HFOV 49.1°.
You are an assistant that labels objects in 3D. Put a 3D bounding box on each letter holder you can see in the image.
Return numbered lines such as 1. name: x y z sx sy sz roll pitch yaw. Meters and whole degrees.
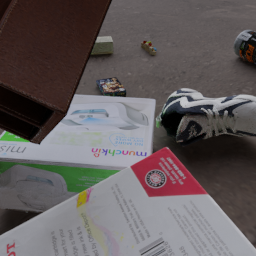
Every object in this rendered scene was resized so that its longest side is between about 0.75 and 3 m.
1. letter holder: -1.366 -1.270 3.681 1.663 1.177 2.340 27 58 -21

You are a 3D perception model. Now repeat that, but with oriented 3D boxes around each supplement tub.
1. supplement tub: 5.124 -3.061 10.883 1.108 1.108 1.809 -15 37 -21

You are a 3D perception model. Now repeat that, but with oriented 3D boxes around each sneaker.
1. sneaker: 1.946 -0.084 6.656 2.815 1.124 1.832 22 42 28

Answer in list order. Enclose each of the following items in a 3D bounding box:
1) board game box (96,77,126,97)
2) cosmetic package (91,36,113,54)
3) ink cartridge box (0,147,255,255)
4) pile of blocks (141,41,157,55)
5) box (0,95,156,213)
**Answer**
1. board game box: -0.568 -1.340 9.241 0.721 0.184 1.064 -12 37 -16
2. cosmetic package: -1.409 -3.564 12.099 1.481 0.541 0.767 -5 36 -6
3. ink cartridge box: -0.115 1.720 3.371 2.724 1.166 2.010 -28 38 -4
4. pile of blocks: 0.985 -3.589 12.264 0.513 0.388 1.250 -13 37 -17
5. box: -0.886 0.456 5.686 2.780 1.344 2.453 4 32 7
